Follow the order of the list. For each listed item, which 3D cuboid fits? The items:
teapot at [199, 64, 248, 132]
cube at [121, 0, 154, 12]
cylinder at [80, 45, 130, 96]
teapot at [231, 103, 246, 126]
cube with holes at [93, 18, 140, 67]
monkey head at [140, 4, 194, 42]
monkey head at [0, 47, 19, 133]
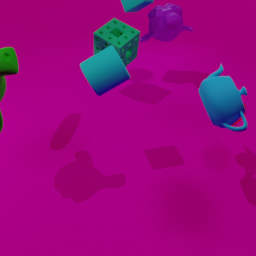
[{"bbox_3d":[1.680,-0.536,4.889,0.731,0.928,1.492,-24,52,17],"label":"teapot"},{"bbox_3d":[0.249,-4.269,9.044,0.761,0.761,0.761,-15,12,36],"label":"cube"},{"bbox_3d":[-0.465,-1.175,5.792,0.776,0.776,0.776,-30,42,3],"label":"cylinder"},{"bbox_3d":[2.316,-0.401,6.399,0.532,0.676,1.087,40,38,-5],"label":"teapot"},{"bbox_3d":[-0.370,-2.633,8.962,1.032,1.032,1.032,33,59,17],"label":"cube with holes"},{"bbox_3d":[1.363,-3.444,9.491,1.976,1.191,1.422,-14,39,-5],"label":"monkey head"},{"bbox_3d":[-2.558,-0.896,5.074,1.434,1.202,1.994,-15,77,-3],"label":"monkey head"}]
